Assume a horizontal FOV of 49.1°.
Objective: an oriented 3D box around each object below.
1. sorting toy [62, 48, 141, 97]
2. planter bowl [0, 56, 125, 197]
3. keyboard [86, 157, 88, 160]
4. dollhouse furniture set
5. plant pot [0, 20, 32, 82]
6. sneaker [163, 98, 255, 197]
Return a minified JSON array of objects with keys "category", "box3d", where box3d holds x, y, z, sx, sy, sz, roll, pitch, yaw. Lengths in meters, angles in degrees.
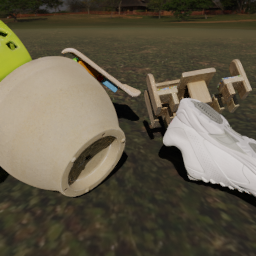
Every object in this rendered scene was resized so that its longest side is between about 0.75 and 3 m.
[{"category":"sorting toy","box3d":[-0.958,-1.601,8.167,2.177,0.433,2.945,30,5,-19]},{"category":"planter bowl","box3d":[-1.155,0.191,5.376,1.729,2.569,2.569,38,41,26]},{"category":"keyboard","box3d":[-1.533,0.616,5.949,1.607,0.206,0.965,17,54,29]},{"category":"dollhouse furniture set","box3d":[1.424,-0.926,7.007,2.066,2.357,1.566,-11,69,-5]},{"category":"plant pot","box3d":[-3.317,-0.927,6.947,2.109,2.325,2.313,35,54,11]},{"category":"sneaker","box3d":[1.810,0.673,5.311,2.688,1.335,1.047,44,31,21]}]
